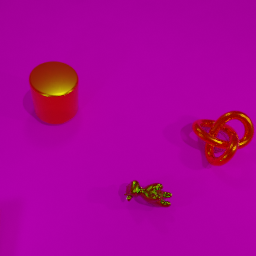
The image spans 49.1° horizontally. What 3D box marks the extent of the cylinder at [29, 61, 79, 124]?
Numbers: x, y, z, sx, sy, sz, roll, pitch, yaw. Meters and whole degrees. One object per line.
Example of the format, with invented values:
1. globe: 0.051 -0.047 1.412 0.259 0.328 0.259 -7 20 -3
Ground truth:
1. cylinder: -2.027 -0.969 7.819 1.278 1.278 1.278 5 56 -7

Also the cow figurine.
1. cow figurine: 0.457 1.593 6.729 0.955 0.971 0.533 -14 47 37

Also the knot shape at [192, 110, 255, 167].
1. knot shape: 2.396 0.154 7.451 1.469 0.726 1.570 33 77 35
